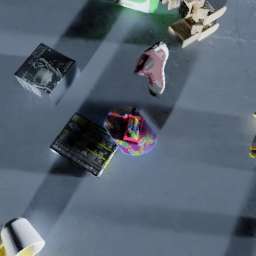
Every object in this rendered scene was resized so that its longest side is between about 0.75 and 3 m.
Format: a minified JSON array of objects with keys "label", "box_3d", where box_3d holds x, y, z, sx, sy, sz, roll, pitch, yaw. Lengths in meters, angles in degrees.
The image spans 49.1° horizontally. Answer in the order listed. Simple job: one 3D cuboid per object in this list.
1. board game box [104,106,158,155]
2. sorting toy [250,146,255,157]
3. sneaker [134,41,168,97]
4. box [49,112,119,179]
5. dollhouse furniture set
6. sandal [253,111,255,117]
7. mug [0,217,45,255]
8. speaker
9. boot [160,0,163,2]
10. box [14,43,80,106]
[{"label":"board game box","box_3d":[0.159,-0.026,10.602,1.724,0.425,2.182,-26,69,-31]},{"label":"sorting toy","box_3d":[5.192,1.124,10.592,1.179,0.158,0.878,20,70,8]},{"label":"sneaker","box_3d":[0.714,-2.004,10.421,1.319,2.283,0.864,-31,50,-31]},{"label":"box","box_3d":[-1.577,0.638,10.610,2.155,0.477,1.726,29,71,10]},{"label":"dollhouse furniture set","box_3d":[2.811,-4.852,11.557,1.722,2.646,2.431,-34,73,-13]},{"label":"sandal","box_3d":[5.506,0.335,10.735,0.725,0.808,2.203,-47,66,15]},{"label":"mug","box_3d":[-3.656,3.686,9.133,1.446,1.158,1.187,-33,65,-18]},{"label":"speaker","box_3d":[-0.021,-6.193,12.846,2.850,1.261,1.261,18,70,7]},{"label":"boot","box_3d":[1.716,-6.791,13.457,1.101,0.526,1.458,-34,78,-15]},{"label":"box","box_3d":[-3.223,-2.165,11.366,1.763,1.112,1.794,29,72,9]}]
